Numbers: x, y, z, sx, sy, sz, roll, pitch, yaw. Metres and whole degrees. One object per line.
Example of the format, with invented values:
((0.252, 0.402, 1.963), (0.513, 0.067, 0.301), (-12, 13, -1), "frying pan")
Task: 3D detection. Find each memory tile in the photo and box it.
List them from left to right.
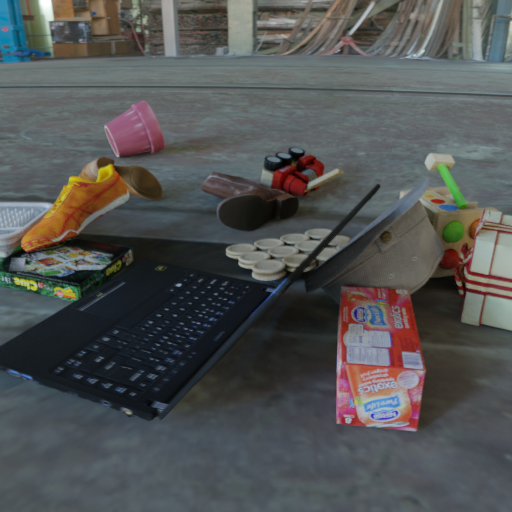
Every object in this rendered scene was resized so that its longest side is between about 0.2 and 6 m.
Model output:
((0.786, -0.071, 10.861), (2.444, 0.205, 1.873), (-11, 20, -24), "memory tile")

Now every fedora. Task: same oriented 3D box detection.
((2.065, 0.051, 8.914), (2.649, 1.196, 2.343), (-37, -3, -20), "fedora")

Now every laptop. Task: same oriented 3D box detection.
((-0.928, 0.228, 7.908), (4.360, 2.252, 3.864), (11, 24, 22), "laptop")

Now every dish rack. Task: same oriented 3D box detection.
((-5.245, -0.520, 10.984), (2.049, 0.520, 2.387), (-1, 21, 1), "dish rack")

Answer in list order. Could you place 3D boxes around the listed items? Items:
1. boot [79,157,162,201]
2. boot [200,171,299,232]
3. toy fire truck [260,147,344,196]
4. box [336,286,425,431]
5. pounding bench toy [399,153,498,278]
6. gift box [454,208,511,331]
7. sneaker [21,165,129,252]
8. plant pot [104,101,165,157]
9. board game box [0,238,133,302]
((-3.495, -1.774, 14.190), (1.932, 0.741, 1.500), (16, -20, -33), "boot")
((-0.674, -1.422, 13.211), (2.420, 0.834, 2.597), (-6, 26, -44), "boot")
((1.328, -2.058, 14.359), (1.980, 1.274, 1.743), (28, 34, 26), "toy fire truck")
((1.572, 1.261, 7.390), (0.987, 0.945, 1.980), (3, 25, 7), "box")
((3.616, -0.797, 10.535), (1.243, 2.001, 1.561), (-6, 25, -13), "pounding bench toy")
((4.117, 0.106, 8.958), (1.676, 1.794, 1.656), (10, 22, 23), "gift box")
((-3.578, -0.920, 10.789), (0.930, 0.983, 2.549), (-11, 26, 40), "sneaker")
((-3.921, -3.899, 17.820), (1.479, 1.653, 1.653), (-26, 32, -15), "plant pot")
((-4.253, 0.066, 10.638), (3.371, 0.396, 1.766), (9, 29, 19), "board game box")
